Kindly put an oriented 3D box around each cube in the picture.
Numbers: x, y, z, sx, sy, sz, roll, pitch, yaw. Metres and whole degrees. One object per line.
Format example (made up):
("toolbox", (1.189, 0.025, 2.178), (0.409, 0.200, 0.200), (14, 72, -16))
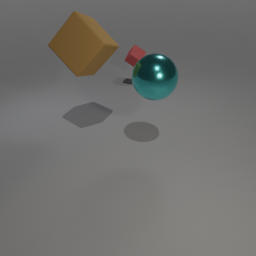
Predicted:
("cube", (0.369, -3.635, 14.216), (0.700, 0.700, 0.700), (31, 63, -16))
("cube", (-1.408, -2.683, 9.144), (1.400, 1.400, 1.400), (47, 20, 2))

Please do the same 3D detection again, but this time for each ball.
("ball", (0.813, -1.531, 8.469), (1.400, 1.400, 1.400), (0, 30, 0))
